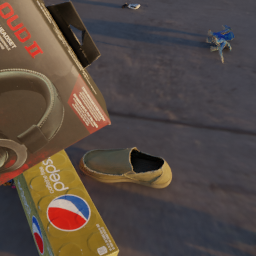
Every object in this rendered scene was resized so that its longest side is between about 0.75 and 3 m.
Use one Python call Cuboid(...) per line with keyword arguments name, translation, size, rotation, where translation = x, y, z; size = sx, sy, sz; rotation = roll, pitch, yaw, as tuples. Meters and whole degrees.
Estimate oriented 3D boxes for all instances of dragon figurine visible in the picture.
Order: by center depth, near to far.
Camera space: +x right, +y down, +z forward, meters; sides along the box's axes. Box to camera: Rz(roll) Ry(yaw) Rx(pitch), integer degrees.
Cuboid(name="dragon figurine", translation=(3.374, -3.050, 9.830), size=(0.973, 0.576, 1.957), rotation=(-4, 44, -4))

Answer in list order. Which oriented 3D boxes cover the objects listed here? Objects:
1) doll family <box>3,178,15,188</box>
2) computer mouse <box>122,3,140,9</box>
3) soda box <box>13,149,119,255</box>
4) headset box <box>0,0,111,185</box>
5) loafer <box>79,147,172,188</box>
Cuboid(name="doll family", translation=(-2.603, 0.982, 5.953), size=(0.809, 0.365, 0.502), rotation=(0, 48, -3))
Cuboid(name="computer mouse", translation=(0.153, -5.415, 12.490), size=(0.799, 0.175, 0.438), rotation=(15, 42, 22))
Cuboid(name="soda box", translation=(-1.296, 1.393, 5.039), size=(0.942, 0.891, 2.782), rotation=(-11, 44, -32))
Cuboid(name="headset box", translation=(-1.448, -0.419, 2.867), size=(2.372, 1.765, 0.916), rotation=(-28, 34, 3))
Cuboid(name="loafer", translation=(-0.056, 0.739, 5.972), size=(2.021, 0.682, 0.768), rotation=(6, 45, 6))
